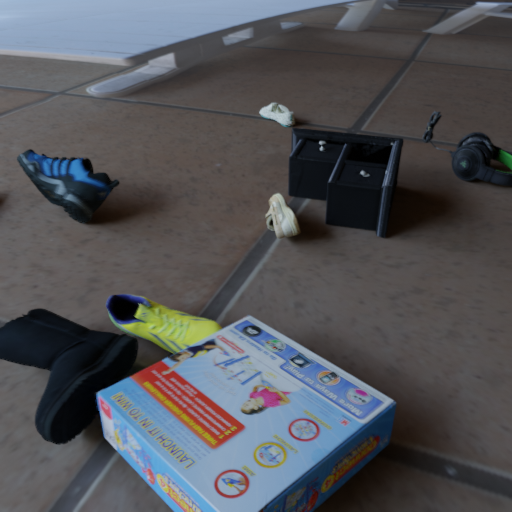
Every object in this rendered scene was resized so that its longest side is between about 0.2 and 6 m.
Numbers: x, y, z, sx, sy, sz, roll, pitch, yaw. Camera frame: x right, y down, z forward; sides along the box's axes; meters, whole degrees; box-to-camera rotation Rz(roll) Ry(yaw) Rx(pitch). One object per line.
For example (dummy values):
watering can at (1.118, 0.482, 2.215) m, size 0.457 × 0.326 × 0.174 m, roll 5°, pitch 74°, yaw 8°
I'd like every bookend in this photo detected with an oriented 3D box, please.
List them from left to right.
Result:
bookend at (1.865, -1.830, 13.167) m, size 2.809 × 1.294 × 2.792 m, roll 9°, pitch 34°, yaw 15°

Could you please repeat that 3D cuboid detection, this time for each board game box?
board game box at (-0.140, 2.101, 7.199) m, size 2.684 × 0.766 × 2.741 m, roll -23°, pitch 35°, yaw -37°

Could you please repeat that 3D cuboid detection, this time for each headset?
headset at (5.723, -2.776, 14.636) m, size 2.766 × 1.300 × 1.708 m, roll 24°, pitch 38°, yaw 15°

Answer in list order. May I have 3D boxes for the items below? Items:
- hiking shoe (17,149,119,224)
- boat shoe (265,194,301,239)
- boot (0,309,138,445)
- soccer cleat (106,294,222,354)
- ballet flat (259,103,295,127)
hiking shoe at (-4.435, -1.829, 13.158) m, size 2.905 × 1.081 × 1.260 m, roll 35°, pitch 70°, yaw 29°
boat shoe at (0.471, -0.861, 12.285) m, size 0.579 × 0.643 × 1.782 m, roll -23°, pitch 28°, yaw -1°
boot at (-3.034, 1.640, 8.110) m, size 1.880 × 0.855 × 2.238 m, roll 13°, pitch 27°, yaw 13°
soccer cleat at (-1.495, 1.079, 8.882) m, size 2.068 × 0.865 × 0.669 m, roll 12°, pitch 64°, yaw 23°
ballet flat at (0.723, -4.707, 18.347) m, size 0.605 × 0.605 × 1.685 m, roll -20°, pitch 37°, yaw -29°
